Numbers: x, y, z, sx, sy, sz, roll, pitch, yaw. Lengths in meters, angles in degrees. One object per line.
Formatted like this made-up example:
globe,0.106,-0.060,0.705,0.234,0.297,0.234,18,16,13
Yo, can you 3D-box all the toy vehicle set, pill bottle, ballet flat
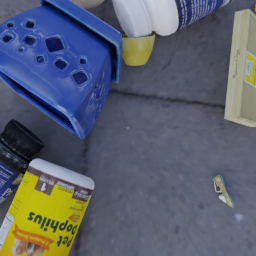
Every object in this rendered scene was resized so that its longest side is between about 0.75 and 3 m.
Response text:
toy vehicle set,2.871,-1.302,6.589,0.322,1.510,2.430,3,85,45
pill bottle,-1.886,2.179,5.994,1.522,1.522,2.787,20,79,3
pill bottle,-3.033,0.941,6.383,1.265,1.265,2.262,40,83,6
pill bottle,1.185,-3.308,6.810,2.963,1.646,1.646,-30,83,-5
ballet flat,2.290,1.561,6.802,0.289,0.289,0.819,-21,78,-3

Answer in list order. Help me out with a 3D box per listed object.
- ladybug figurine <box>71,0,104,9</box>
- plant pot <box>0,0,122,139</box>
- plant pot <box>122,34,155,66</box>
ladybug figurine,-1.301,-3.980,6.738,2.516,1.708,0.905,42,45,8
plant pot,-1.396,-1.370,6.250,2.353,2.353,2.116,34,77,5
plant pot,0.191,-1.969,7.060,0.982,0.982,0.697,-3,114,0
